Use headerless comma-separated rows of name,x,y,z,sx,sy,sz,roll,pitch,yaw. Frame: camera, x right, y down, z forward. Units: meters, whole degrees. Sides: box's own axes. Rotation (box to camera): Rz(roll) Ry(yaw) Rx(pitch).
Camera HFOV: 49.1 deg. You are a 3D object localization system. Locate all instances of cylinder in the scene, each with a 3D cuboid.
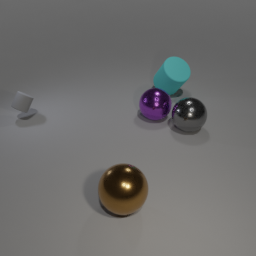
cylinder,-4.472,-1.102,11.878,0.700,0.700,0.700,25,3,-1
cylinder,2.141,-2.546,13.809,1.400,1.400,1.400,7,67,-16

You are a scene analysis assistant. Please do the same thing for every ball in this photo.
ball,2.454,-0.531,11.224,1.400,1.400,1.400,0,33,0
ball,1.169,-1.018,11.988,1.400,1.400,1.400,0,33,0
ball,-0.132,1.682,7.760,1.400,1.400,1.400,0,33,0
